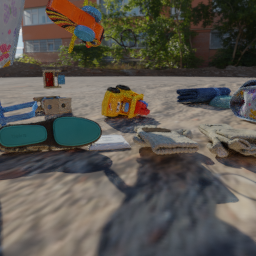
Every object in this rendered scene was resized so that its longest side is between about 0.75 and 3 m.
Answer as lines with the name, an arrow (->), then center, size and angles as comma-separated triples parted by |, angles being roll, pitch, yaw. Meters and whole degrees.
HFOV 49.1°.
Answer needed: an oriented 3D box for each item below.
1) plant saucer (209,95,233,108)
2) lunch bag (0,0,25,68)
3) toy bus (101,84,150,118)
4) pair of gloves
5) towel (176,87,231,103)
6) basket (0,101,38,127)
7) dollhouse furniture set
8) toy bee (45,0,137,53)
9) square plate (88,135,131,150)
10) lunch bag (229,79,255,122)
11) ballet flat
plant saucer -> 4.767, -1.206, 12.608 | 2.171, 0.390, 2.171 | 0, 13, 0
lunch bag -> -3.341, -2.467, 5.697 | 1.611, 2.535, 2.149 | 29, 30, 4
toy bus -> -0.007, -0.781, 9.691 | 1.462, 1.033, 1.522 | 22, 22, 20
pair of gloves -> 1.443, 0.270, 5.837 | 2.645, 0.464, 2.249 | 0, 9, -13
towel -> 3.719, -1.631, 13.683 | 2.685, 0.652, 1.499 | -7, 6, -38
basket -> -2.995, -0.293, 6.518 | 1.687, 1.174, 1.488 | -16, 16, -9
dollhouse furniture set -> -2.935, -1.409, 10.728 | 1.110, 1.585, 1.117 | -10, 16, -38
toy bee -> -1.383, -3.070, 9.048 | 1.810, 2.765, 1.503 | -53, 18, -20
square plate -> -0.477, 0.303, 6.403 | 0.931, 0.134, 0.940 | -3, 13, -13
lunch bag -> 4.553, -0.864, 8.927 | 1.822, 1.366, 2.148 | -2, 7, -11
ballet flat -> -1.666, 0.162, 6.007 | 2.141, 0.726, 0.806 | -5, -12, -17
